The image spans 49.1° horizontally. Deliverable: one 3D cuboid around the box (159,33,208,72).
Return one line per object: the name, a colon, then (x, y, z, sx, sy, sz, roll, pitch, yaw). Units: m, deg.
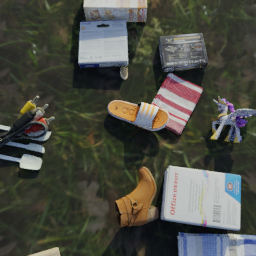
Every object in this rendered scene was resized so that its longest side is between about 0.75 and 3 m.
box: (2.143, -2.963, 10.997, 1.730, 0.418, 1.370, -6, 74, -2)

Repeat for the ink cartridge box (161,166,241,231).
ink cartridge box: (2.316, 2.282, 9.137, 2.357, 0.998, 1.703, 8, 73, 1)

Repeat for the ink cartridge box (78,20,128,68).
ink cartridge box: (-0.965, -3.340, 11.095, 1.904, 0.420, 1.939, -2, 71, 2)

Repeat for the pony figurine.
pony figurine: (3.711, -0.288, 9.925, 1.512, 1.305, 1.567, 8, 88, 12)

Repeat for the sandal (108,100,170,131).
sandal: (0.314, -0.512, 9.949, 2.286, 0.655, 0.876, 13, 80, 10)

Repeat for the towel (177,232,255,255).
towel: (2.909, 4.378, 8.881, 2.672, 0.318, 1.962, 1, 74, 0)

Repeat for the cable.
cable: (-4.009, 0.200, 10.105, 2.947, 0.742, 1.431, -37, 85, 1)

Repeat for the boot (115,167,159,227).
boot: (0.190, 2.253, 9.139, 1.415, 0.699, 1.822, -4, 85, -25)

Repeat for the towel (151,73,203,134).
towel: (1.750, -0.961, 10.509, 1.493, 0.236, 2.073, 28, 75, 7)

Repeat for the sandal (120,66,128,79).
sandal: (-0.157, -2.322, 10.886, 0.304, 0.273, 0.830, 0, 73, 0)

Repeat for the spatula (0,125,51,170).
spatula: (-3.999, 0.630, 10.071, 2.136, 0.172, 1.485, 11, 75, 3)

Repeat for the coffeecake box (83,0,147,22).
coffeecake box: (-0.479, -5.422, 11.467, 2.487, 0.909, 1.909, 1, 73, 0)

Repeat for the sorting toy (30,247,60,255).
sorting toy: (-2.392, 4.539, 8.856, 1.777, 0.261, 1.313, -16, 74, -4)
